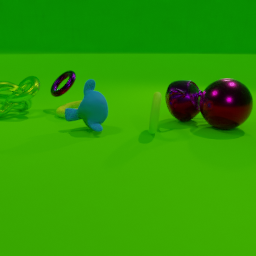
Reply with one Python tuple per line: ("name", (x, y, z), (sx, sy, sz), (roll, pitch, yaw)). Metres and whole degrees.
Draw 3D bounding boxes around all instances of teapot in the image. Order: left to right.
("teapot", (1.779, -0.841, 8.266), (0.990, 1.257, 2.022), (-19, -18, 36))

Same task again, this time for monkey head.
("monkey head", (-1.084, -0.482, 7.379), (1.083, 1.505, 0.907), (-3, -21, -20))

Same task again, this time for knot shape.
("knot shape", (-3.730, -0.963, 9.100), (1.845, 0.853, 1.727), (-30, 0, -25))

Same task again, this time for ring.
("ring", (-2.260, -1.547, 9.751), (1.127, 1.127, 0.225), (20, -18, 50))
("ring", (-1.723, -0.628, 9.138), (1.240, 0.248, 1.240), (-9, 20, 3))
("ring", (0.679, -0.381, 7.092), (0.214, 1.072, 1.072), (8, 17, 4))

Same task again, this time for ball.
("ball", (2.623, -0.640, 7.534), (1.364, 1.364, 1.364), (0, 16, 0))
